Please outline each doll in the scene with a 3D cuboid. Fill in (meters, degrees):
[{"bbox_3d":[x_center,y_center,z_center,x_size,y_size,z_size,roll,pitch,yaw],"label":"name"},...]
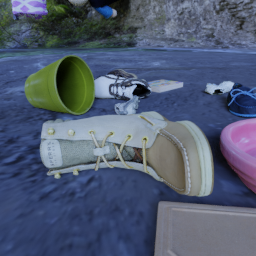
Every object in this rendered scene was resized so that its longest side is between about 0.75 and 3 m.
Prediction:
[{"bbox_3d":[-0.405,-3.366,6.245,0.596,1.679,2.460,21,51,42],"label":"doll"}]

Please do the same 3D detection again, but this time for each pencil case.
[{"bbox_3d":[-2.122,-3.299,5.979,0.787,1.875,0.801,6,18,14],"label":"pencil case"}]

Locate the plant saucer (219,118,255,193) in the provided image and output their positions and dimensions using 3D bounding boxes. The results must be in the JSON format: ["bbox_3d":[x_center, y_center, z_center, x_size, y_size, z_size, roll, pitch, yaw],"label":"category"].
[{"bbox_3d":[2.920,0.557,4.452,2.858,0.724,2.858,1,19,0],"label":"plant saucer"}]

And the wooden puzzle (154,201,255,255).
[{"bbox_3d":[1.184,1.357,2.771,1.844,0.371,1.993,3,14,8],"label":"wooden puzzle"}]

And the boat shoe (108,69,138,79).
[{"bbox_3d":[-0.386,-2.277,12.788,0.704,0.715,1.920,-17,24,-41],"label":"boat shoe"}]

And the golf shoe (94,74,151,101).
[{"bbox_3d":[-0.257,-1.434,10.039,2.312,0.899,1.092,-6,20,-13],"label":"golf shoe"}]

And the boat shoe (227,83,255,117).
[{"bbox_3d":[3.484,-0.937,8.728,0.950,0.775,2.258,0,19,1],"label":"boat shoe"}]

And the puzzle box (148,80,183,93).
[{"bbox_3d":[1.444,-1.861,12.289,1.188,0.227,1.786,17,25,39],"label":"puzzle box"}]

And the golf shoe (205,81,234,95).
[{"bbox_3d":[3.721,-1.493,11.060,1.282,0.502,0.623,-9,37,-10],"label":"golf shoe"}]

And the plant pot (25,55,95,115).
[{"bbox_3d":[-2.182,-1.219,8.574,1.664,1.728,1.728,-3,15,32],"label":"plant pot"}]

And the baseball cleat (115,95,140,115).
[{"bbox_3d":[-0.025,-0.719,8.600,0.698,0.458,1.312,3,18,8],"label":"baseball cleat"}]

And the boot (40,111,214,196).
[{"bbox_3d":[-0.220,0.368,4.494,2.279,1.062,2.947,-4,14,-14],"label":"boot"}]
